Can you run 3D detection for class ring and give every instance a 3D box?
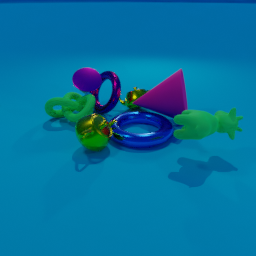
[{"bbox_3d":[-0.695,-1.087,8.522,0.264,1.322,1.322,10,14,-43],"label":"ring"},{"bbox_3d":[0.318,-0.004,7.330,1.731,0.346,1.731,0,26,0],"label":"ring"}]

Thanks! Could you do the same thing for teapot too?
[{"bbox_3d":[-0.720,0.046,6.539,0.718,0.911,1.465,-36,-5,26],"label":"teapot"},{"bbox_3d":[0.238,-0.941,8.699,1.330,0.651,0.827,-12,-3,10],"label":"teapot"}]

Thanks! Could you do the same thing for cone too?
[{"bbox_3d":[-1.230,-1.205,8.383,0.844,0.847,0.844,4,63,-7],"label":"cone"},{"bbox_3d":[0.837,-0.785,7.804,1.490,1.484,1.484,-6,24,15],"label":"cone"}]

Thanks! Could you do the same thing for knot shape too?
[{"bbox_3d":[-1.674,-0.613,8.051,1.401,0.692,1.497,-7,16,-13],"label":"knot shape"}]

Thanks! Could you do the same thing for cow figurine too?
[{"bbox_3d":[1.713,-0.067,5.901,1.269,0.708,1.290,4,12,26],"label":"cow figurine"}]
